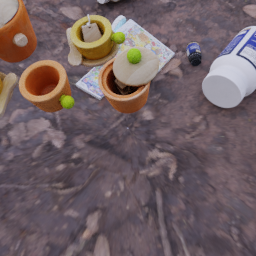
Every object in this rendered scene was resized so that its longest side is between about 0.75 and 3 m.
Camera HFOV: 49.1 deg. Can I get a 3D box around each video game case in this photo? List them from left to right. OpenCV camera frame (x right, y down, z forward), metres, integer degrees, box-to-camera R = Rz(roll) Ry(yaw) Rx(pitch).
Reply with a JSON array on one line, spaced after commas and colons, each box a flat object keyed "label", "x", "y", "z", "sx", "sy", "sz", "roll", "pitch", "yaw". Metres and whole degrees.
[{"label": "video game case", "x": -0.818, "y": -1.540, "z": 8.746, "sx": 0.970, "sy": 0.122, "sz": 1.355, "roll": 31, "pitch": 62, "yaw": 19}, {"label": "video game case", "x": 0.290, "y": -2.447, "z": 8.977, "sx": 1.917, "sy": 0.219, "sz": 1.744, "roll": 39, "pitch": 63, "yaw": 4}]

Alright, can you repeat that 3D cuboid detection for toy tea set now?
[{"label": "toy tea set", "x": -1.071, "y": -1.069, "z": 3.748, "sx": 2.990, "sy": 1.107, "sz": 1.778, "roll": 3, "pitch": 67, "yaw": 8}]

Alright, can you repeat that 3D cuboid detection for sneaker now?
[{"label": "sneaker", "x": -0.334, "y": -3.128, "z": 9.579, "sx": 0.690, "sy": 0.623, "sz": 1.684, "roll": 26, "pitch": 66, "yaw": 2}]

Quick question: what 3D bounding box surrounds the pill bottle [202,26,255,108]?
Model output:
[{"label": "pill bottle", "x": 3.249, "y": -1.757, "z": 8.113, "sx": 1.401, "sy": 1.401, "sz": 2.421, "roll": 33, "pitch": 62, "yaw": 20}]

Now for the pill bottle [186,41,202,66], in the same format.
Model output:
[{"label": "pill bottle", "x": 2.163, "y": -2.412, "z": 9.137, "sx": 0.440, "sy": 0.440, "sz": 0.786, "roll": -2, "pitch": 57, "yaw": -1}]

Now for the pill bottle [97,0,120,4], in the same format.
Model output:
[{"label": "pill bottle", "x": -0.271, "y": -5.644, "z": 10.809, "sx": 2.106, "sy": 1.220, "sz": 1.220, "roll": -31, "pitch": 62, "yaw": -19}]
